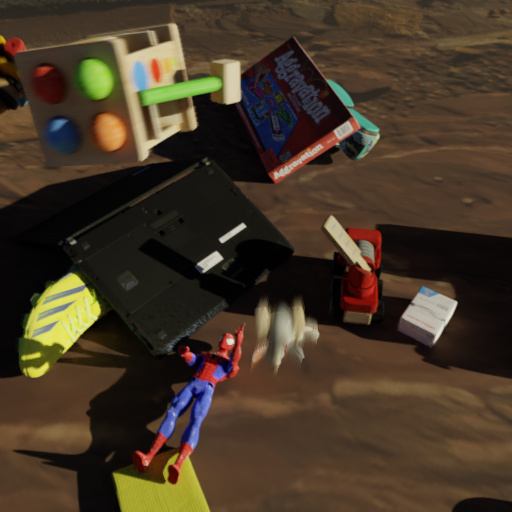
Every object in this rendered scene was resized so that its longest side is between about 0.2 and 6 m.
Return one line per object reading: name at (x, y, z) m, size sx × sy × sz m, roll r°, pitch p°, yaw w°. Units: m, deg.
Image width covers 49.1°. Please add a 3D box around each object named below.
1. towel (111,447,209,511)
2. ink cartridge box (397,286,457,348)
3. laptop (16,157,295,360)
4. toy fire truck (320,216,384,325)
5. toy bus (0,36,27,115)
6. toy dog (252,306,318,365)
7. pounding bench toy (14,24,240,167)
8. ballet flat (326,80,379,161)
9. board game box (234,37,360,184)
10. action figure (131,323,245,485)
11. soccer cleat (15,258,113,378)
towel at (-0.935, 3.472, 6.663) m, size 1.032 × 0.217 × 2.399 m, roll -14°, pitch 44°, yaw -21°
ink cartridge box at (2.781, 0.985, 9.129) m, size 0.619 × 0.361 × 0.856 m, roll 27°, pitch 50°, yaw 25°
laptop at (-1.935, -0.230, 10.535) m, size 3.853 × 1.990 × 3.414 m, roll 47°, pitch 57°, yaw 8°
toy fire truck at (1.574, 0.005, 9.111) m, size 1.159 × 1.801 × 1.585 m, roll 6°, pitch 44°, yaw 5°
toy bus at (-4.257, -2.848, 8.913) m, size 1.164 × 2.125 × 2.252 m, roll -56°, pitch 28°, yaw -16°
toy dog at (0.301, 1.058, 6.724) m, size 0.790 × 1.197 × 0.577 m, roll -15°, pitch 55°, yaw 14°
pounding bench toy at (-1.683, -2.313, 7.956) m, size 2.564 × 1.593 × 2.000 m, roll 1°, pitch 27°, yaw 19°
ballet flat at (1.894, -3.153, 13.049) m, size 1.053 × 1.053 × 2.836 m, roll -9°, pitch 41°, yaw -9°
board game box at (0.685, -3.572, 13.160) m, size 2.145 × 0.405 × 4.166 m, roll -32°, pitch 44°, yaw 11°
action figure at (-0.819, 1.733, 7.729) m, size 0.788 × 1.195 × 2.414 m, roll 15°, pitch 38°, yaw 14°
soccer cleat at (-2.764, 0.754, 8.998) m, size 1.178 × 0.911 × 2.817 m, roll 14°, pitch 45°, yaw 8°
